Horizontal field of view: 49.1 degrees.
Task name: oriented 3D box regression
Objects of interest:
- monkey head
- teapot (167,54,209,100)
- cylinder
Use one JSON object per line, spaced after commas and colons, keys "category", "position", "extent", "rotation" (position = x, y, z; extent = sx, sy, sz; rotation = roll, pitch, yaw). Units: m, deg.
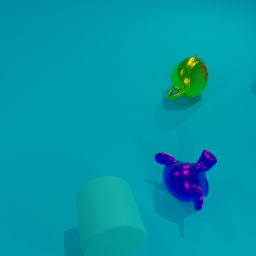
{"category": "monkey head", "position": [1.355, 1.012, 6.192], "extent": [0.986, 1.177, 1.636], "rotation": [4, 35, -40]}
{"category": "teapot", "position": [1.846, -1.600, 8.586], "extent": [0.981, 1.245, 2.003], "rotation": [15, 61, 49]}
{"category": "cylinder", "position": [-0.364, 1.720, 5.325], "extent": [1.160, 1.160, 1.160], "rotation": [-12, 39, -10]}
